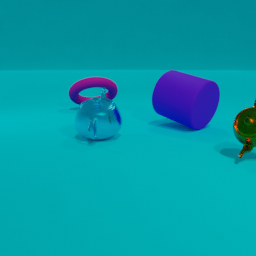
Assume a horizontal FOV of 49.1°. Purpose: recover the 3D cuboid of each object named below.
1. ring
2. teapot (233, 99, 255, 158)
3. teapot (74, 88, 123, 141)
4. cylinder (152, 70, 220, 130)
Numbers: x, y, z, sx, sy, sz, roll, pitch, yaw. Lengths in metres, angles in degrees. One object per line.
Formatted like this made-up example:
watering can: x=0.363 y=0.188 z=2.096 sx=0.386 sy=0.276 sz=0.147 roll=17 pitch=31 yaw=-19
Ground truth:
ring: x=-1.370 y=-1.412 z=11.161 sx=1.959 sy=0.392 sz=1.959 roll=-9 pitch=-21 yaw=-3
teapot: x=2.296 y=-0.013 z=5.184 sx=0.783 sy=1.259 sz=0.616 roll=14 pitch=-6 yaw=41
teapot: x=-0.723 y=-0.340 z=6.891 sx=1.186 sy=0.934 sz=1.908 roll=2 pitch=34 yaw=5
cylinder: x=1.635 y=-0.818 z=7.970 sx=1.391 sy=1.391 sz=1.391 roll=-12 pitch=29 yaw=-42
